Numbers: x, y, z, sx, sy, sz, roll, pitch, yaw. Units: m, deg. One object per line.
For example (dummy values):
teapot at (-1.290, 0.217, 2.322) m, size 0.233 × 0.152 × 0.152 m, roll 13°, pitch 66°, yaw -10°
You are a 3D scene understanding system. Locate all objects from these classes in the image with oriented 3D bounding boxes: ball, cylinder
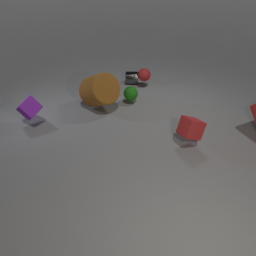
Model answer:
ball at (0.874, -2.867, 15.087) m, size 0.700 × 0.700 × 0.700 m, roll 0°, pitch 31°, yaw 0°
ball at (0.134, -1.669, 13.498) m, size 0.700 × 0.700 × 0.700 m, roll 0°, pitch 31°, yaw 0°
cylinder at (-1.296, -1.714, 12.662) m, size 1.400 × 1.400 × 1.400 m, roll -23°, pitch 13°, yaw -32°
cylinder at (0.218, -2.808, 15.684) m, size 0.700 × 0.700 × 0.700 m, roll 1°, pitch 31°, yaw 2°

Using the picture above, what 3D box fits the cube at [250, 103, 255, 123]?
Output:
cube at (5.643, -0.484, 10.188) m, size 1.400 × 1.400 × 1.400 m, roll -14°, pitch -8°, yaw -26°

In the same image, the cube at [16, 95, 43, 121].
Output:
cube at (-4.052, -0.821, 11.529) m, size 0.700 × 0.700 × 0.700 m, roll -53°, pitch 19°, yaw -24°

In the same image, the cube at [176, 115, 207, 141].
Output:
cube at (2.310, -0.007, 10.265) m, size 0.700 × 0.700 × 0.700 m, roll 8°, pitch 17°, yaw -31°
